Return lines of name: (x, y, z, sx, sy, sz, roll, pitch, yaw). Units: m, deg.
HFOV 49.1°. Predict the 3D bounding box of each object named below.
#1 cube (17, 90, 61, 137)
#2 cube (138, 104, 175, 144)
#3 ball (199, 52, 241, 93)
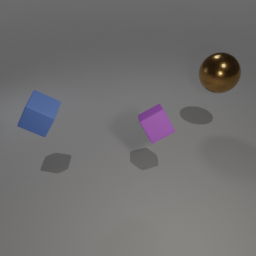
cube: (-2.131, -0.345, 6.756, 0.700, 0.700, 0.700, 25, 36, -18)
cube: (0.753, -0.130, 7.536, 0.700, 0.700, 0.700, -28, 17, 7)
ball: (3.183, -1.910, 9.747, 1.400, 1.400, 1.400, 0, 32, 0)
